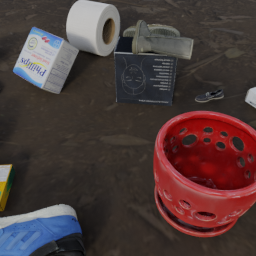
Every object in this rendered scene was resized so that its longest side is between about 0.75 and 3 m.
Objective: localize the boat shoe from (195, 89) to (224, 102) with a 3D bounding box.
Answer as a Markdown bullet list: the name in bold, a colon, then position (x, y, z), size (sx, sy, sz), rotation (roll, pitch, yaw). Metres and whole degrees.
- **boat shoe**: position (2.960, -1.213, 10.207), size (1.028, 0.322, 0.373), rotation (-9, 45, 7)

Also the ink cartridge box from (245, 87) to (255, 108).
- **ink cartridge box**: position (6.116, -0.752, 9.501), size (2.917, 0.593, 2.923), rotation (-19, 44, -23)

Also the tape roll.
- **tape roll**: position (-1.486, -4.427, 12.439), size (1.497, 2.180, 2.180), rotation (19, 46, 20)

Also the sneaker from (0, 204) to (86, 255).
- **sneaker**: position (-2.259, 2.640, 5.463), size (2.892, 1.110, 1.609), rotation (-11, 35, -21)

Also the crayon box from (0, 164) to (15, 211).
- **crayon box**: position (-3.547, 1.616, 7.141), size (0.916, 0.376, 1.456), rotation (-2, 42, -2)

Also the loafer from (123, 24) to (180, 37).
- **loafer**: position (1.161, -4.618, 13.508), size (2.710, 1.019, 0.944), rotation (8, 47, 9)

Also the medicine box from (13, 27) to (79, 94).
- **medicine box**: position (-3.072, -2.511, 10.475), size (1.717, 1.885, 0.970), rotation (29, 5, 26)

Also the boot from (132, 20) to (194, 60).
- **boot**: position (1.117, -2.767, 8.722), size (1.807, 0.656, 1.643), rotation (2, 56, 11)

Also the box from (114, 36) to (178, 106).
- **box**: position (0.628, -1.972, 9.838), size (2.071, 2.036, 1.284), rotation (5, 42, 5)

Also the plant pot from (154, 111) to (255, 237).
- **plant pot**: position (1.726, 1.140, 6.344), size (2.355, 2.145, 2.355), rotation (0, 42, 0)
